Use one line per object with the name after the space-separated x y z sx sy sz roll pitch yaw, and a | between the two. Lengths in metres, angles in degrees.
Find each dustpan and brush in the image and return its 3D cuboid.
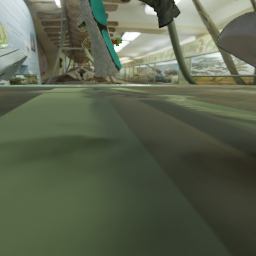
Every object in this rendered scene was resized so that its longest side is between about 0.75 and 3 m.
2.814 -1.908 5.446 1.613 0.662 2.312 31 -1 4 | dustpan and brush

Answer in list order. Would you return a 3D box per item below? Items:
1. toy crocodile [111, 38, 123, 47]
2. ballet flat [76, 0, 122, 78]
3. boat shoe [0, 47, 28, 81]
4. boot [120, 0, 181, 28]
-0.495 -3.041 9.920 0.806 0.272 0.249 16 11 43 | toy crocodile
-0.947 -2.590 7.595 0.949 2.645 0.949 -17 -5 -2 | ballet flat
-2.623 -1.397 5.654 0.709 0.780 2.122 38 8 -17 | boat shoe
0.755 -3.482 7.827 0.763 1.472 2.254 -3 30 45 | boot
